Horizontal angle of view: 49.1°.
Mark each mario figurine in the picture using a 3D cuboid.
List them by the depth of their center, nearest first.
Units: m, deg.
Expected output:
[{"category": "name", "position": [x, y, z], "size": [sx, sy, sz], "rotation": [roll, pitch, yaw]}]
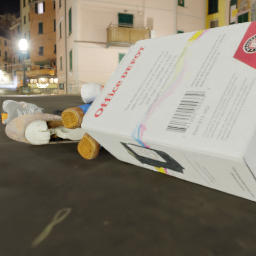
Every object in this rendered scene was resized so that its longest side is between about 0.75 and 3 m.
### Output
[{"category": "mario figurine", "position": [-0.166, -0.251, 6.464], "size": [2.707, 1.671, 1.435], "rotation": [-26, 31, -38]}]

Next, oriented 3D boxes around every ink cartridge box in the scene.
[{"category": "ink cartridge box", "position": [0.977, -0.400, 4.498], "size": [2.993, 2.181, 1.239], "rotation": [10, -27, 48]}]

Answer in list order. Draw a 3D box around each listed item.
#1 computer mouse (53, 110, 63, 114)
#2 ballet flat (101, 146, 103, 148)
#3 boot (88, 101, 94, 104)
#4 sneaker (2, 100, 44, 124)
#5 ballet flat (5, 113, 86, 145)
[{"category": "computer mouse", "position": [-3.734, -0.848, 15.112], "size": [0.312, 0.181, 1.063], "rotation": [-10, 1, 11]}, {"category": "ballet flat", "position": [-0.668, 0.223, 6.785], "size": [0.504, 0.476, 1.495], "rotation": [2, 9, 14]}, {"category": "boot", "position": [-0.592, -0.970, 12.989], "size": [2.381, 1.075, 2.906], "rotation": [1, 6, 0]}, {"category": "sneaker", "position": [-4.173, -0.661, 11.360], "size": [1.152, 0.948, 2.505], "rotation": [4, 10, 2]}, {"category": "ballet flat", "position": [-1.844, 0.057, 7.086], "size": [2.347, 0.799, 0.789], "rotation": [-4, 21, -20]}]
